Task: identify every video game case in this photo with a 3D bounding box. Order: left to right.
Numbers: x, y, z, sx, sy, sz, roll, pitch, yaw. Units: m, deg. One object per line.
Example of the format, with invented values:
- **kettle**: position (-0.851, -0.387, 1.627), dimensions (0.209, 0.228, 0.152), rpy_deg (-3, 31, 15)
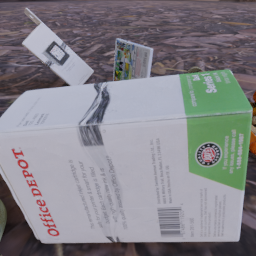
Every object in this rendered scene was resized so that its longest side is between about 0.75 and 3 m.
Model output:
- **video game case**: position (0.105, -1.760, 8.178), dimensions (1.291, 1.417, 0.156), rpy_deg (27, 37, 31)

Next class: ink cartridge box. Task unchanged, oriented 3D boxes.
- **ink cartridge box**: position (-2.479, -2.452, 8.973), dimensions (0.877, 2.631, 1.524), rpy_deg (-49, 26, -2)
- **ink cartridge box**: position (-0.010, 0.483, 3.857), dimensions (2.876, 2.101, 1.213), rpy_deg (-4, 33, 9)

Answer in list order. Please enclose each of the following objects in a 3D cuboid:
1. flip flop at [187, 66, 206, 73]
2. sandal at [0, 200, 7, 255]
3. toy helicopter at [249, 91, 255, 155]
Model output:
- **flip flop**: position (2.636, -2.034, 10.517), dimensions (0.959, 0.389, 0.276), rpy_deg (17, 57, -29)
- **sandal**: position (-1.986, 1.553, 3.364), dimensions (0.751, 1.045, 2.633), rpy_deg (-45, 28, 12)
- **toy helicopter**: position (3.168, 0.283, 5.806), dimensions (1.615, 0.963, 2.443), rpy_deg (-26, 56, -36)
